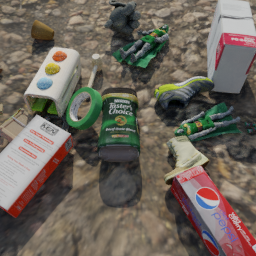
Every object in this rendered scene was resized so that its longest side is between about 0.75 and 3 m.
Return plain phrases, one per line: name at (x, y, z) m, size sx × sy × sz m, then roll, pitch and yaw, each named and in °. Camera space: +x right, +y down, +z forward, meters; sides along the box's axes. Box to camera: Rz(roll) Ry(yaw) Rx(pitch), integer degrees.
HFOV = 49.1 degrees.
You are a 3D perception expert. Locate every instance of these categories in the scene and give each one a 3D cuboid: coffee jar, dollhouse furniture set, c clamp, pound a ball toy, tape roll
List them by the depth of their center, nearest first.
coffee jar at (-0.276, -0.201, 9.000) m, size 1.303 × 1.066 × 2.499 m, roll -1°, pitch 53°, yaw -1°
tape roll at (-1.466, -0.651, 9.274) m, size 1.416 × 0.340 × 1.416 m, roll -18°, pitch 60°, yaw 34°
c clamp at (-2.632, 0.079, 9.323) m, size 1.284 × 0.204 × 1.503 m, roll 11°, pitch 53°, yaw 7°
dollhouse furniture set at (-4.180, -0.213, 9.447) m, size 2.353 × 0.909 × 1.176 m, roll 35°, pitch 49°, yaw 1°
pound a ball toy at (-2.202, -1.874, 10.077) m, size 1.956 × 1.274 × 3.000 m, roll 8°, pitch 52°, yaw 7°

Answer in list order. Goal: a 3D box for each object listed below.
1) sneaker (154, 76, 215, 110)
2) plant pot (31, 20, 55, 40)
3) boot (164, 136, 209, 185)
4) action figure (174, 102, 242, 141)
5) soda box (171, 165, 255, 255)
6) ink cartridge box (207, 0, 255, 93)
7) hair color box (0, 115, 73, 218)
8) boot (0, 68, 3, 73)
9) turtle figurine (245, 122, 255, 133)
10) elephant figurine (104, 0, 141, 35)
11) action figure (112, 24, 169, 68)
sneaker at (2.071, -1.164, 9.997) m, size 2.184 × 0.807 × 0.884 m, roll -16°, pitch 61°, yaw -2°
plant pot at (-3.690, -4.194, 12.253) m, size 0.840 × 0.783 × 0.783 m, roll 17°, pitch 54°, yaw -3°
boot at (1.489, 0.937, 8.465) m, size 1.591 × 0.573 × 1.230 m, roll -23°, pitch 57°, yaw -23°
action figure at (2.557, -0.101, 9.271) m, size 2.199 × 0.601 × 1.299 m, roll -18°, pitch 58°, yaw -9°
soda box at (2.176, 2.330, 7.180) m, size 0.855 × 0.944 × 2.696 m, roll -21°, pitch 56°, yaw -15°
ink cartridge box at (3.784, -3.093, 10.494) m, size 1.211 × 2.109 × 2.905 m, roll 7°, pitch 54°, yaw 5°
hair color box at (-2.925, 1.028, 8.107) m, size 1.354 × 0.817 × 2.667 m, roll 29°, pitch 62°, yaw 13°
boot at (-5.498, -2.250, 11.004) m, size 0.934 × 0.328 × 0.683 m, roll -34°, pitch 59°, yaw -23°
turtle figurine at (4.379, -0.084, 9.325) m, size 0.846 × 0.426 × 0.633 m, roll -13°, pitch 39°, yaw 9°
elephant figurine at (-0.307, -5.183, 12.742) m, size 1.586 × 1.446 × 2.044 m, roll 24°, pitch 30°, yaw -38°
action figure at (0.859, -3.623, 11.804) m, size 1.702 × 0.788 × 2.881 m, roll 30°, pitch 55°, yaw 24°
